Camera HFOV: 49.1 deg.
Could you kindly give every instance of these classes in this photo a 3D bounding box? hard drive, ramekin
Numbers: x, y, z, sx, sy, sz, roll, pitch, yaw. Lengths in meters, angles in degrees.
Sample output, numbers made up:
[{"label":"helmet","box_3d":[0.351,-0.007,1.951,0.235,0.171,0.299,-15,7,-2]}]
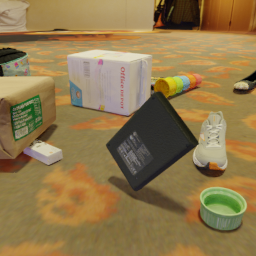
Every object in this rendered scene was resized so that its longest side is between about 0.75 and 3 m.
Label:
[{"label":"hard drive","box_3d":[0.369,0.298,5.298,0.278,1.691,1.180,-13,64,-49]},{"label":"ramekin","box_3d":[1.685,1.455,5.049,0.797,0.389,0.797,0,24,0]}]

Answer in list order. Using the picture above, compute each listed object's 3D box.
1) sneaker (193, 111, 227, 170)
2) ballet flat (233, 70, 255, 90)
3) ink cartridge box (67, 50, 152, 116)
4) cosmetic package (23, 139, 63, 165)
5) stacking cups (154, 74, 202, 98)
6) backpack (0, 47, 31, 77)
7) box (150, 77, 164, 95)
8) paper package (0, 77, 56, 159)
[{"label":"sneaker","box_3d":[2.114,0.227,7.094,0.827,1.005,2.185,5,25,13]},{"label":"ballet flat","box_3d":[5.566,-2.221,13.010,0.863,0.738,2.598,18,29,35]},{"label":"ink cartridge box","box_3d":[-0.483,-1.779,10.549,2.979,1.915,1.865,13,26,25]},{"label":"cosmetic package","box_3d":[-2.191,0.593,7.146,1.072,0.271,0.442,16,30,35]},{"label":"stacking cups","box_3d":[2.341,-2.016,12.373,0.852,0.852,2.818,21,31,39]},{"label":"backpack","box_3d":[-5.250,-2.208,11.353,2.289,1.996,2.604,4,35,16]},{"label":"box","box_3d":[0.293,-2.038,12.939,2.459,0.463,1.679,8,25,17]},{"label":"paper package","box_3d":[-3.705,-0.445,7.590,2.804,1.522,2.941,-1,19,7]}]
